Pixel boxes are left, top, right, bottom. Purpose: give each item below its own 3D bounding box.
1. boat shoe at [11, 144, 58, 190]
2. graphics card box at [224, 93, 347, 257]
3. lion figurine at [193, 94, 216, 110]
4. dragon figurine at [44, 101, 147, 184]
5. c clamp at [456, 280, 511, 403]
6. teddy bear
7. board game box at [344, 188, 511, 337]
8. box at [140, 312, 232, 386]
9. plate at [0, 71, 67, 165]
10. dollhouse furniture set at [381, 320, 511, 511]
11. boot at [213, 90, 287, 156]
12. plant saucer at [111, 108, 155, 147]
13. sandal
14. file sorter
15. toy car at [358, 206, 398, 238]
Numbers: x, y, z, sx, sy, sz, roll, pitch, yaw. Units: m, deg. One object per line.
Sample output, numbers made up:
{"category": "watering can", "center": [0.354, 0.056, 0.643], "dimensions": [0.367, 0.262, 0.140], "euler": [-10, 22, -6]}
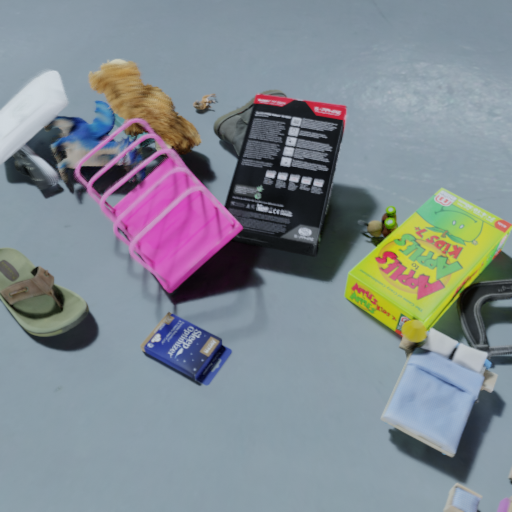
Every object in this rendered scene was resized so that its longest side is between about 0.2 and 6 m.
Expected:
{"category": "boat shoe", "center": [-5.002, -1.995, 12.281], "dimensions": [1.645, 0.565, 0.466], "euler": [36, 58, 25]}
{"category": "graphics card box", "center": [0.584, -1.648, 11.148], "dimensions": [1.940, 0.786, 3.092], "euler": [11, 70, 9]}
{"category": "lion figurine", "center": [-1.300, -3.907, 14.186], "dimensions": [0.444, 0.263, 0.725], "euler": [4, 35, 14]}
{"category": "dragon figurine", "center": [-3.696, -2.732, 12.544], "dimensions": [1.846, 1.093, 3.714], "euler": [-20, 49, -17]}
{"category": "c clamp", "center": [4.434, 1.306, 9.455], "dimensions": [2.404, 0.326, 2.054], "euler": [-10, 58, -1]}
{"category": "teddy bear", "center": [-2.421, -3.065, 12.032], "dimensions": [1.956, 2.698, 0.901], "euler": [1, 55, 33]}
{"category": "board game box", "center": [3.201, 0.082, 10.330], "dimensions": [1.551, 0.727, 3.053], "euler": [36, 58, 27]}
{"category": "box", "center": [-1.160, 1.540, 9.412], "dimensions": [1.347, 0.218, 0.816], "euler": [25, 53, 18]}
{"category": "plate", "center": [-5.238, -3.247, 12.677], "dimensions": [2.071, 0.335, 2.075], "euler": [-39, 44, 6]}
{"category": "dollhouse furniture set", "center": [2.945, 2.163, 7.719], "dimensions": [2.672, 1.744, 2.523], "euler": [27, 55, 18]}
{"category": "boot", "center": [0.386, -2.642, 12.646], "dimensions": [2.163, 0.863, 2.379], "euler": [-35, 50, -11]}
{"category": "plant saucer", "center": [-3.030, -3.224, 13.617], "dimensions": [0.614, 0.166, 1.755], "euler": [-32, 55, -25]}
{"category": "sandal", "center": [-4.061, 0.553, 9.914], "dimensions": [2.592, 0.740, 1.029], "euler": [30, 55, 24]}
{"category": "file sorter", "center": [-1.891, -1.028, 10.273], "dimensions": [1.788, 1.614, 2.573], "euler": [-41, 54, -2]}
{"category": "toy car", "center": [2.400, -0.598, 11.059], "dimensions": [0.742, 0.609, 0.585], "euler": [-1, 56, 19]}
